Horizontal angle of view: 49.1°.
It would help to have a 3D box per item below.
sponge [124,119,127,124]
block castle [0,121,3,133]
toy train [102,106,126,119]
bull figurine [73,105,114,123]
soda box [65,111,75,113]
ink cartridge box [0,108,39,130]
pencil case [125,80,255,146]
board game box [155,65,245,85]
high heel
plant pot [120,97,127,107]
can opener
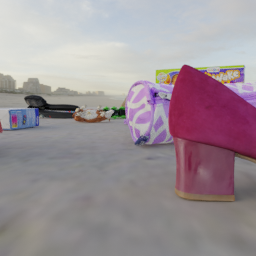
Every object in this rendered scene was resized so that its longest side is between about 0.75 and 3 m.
[{"bbox_3d":[0.298,-0.249,10.119,0.678,0.181,1.215,1,5,11],"label":"sponge"},{"bbox_3d":[-2.910,-0.070,3.705,1.464,1.028,2.191,-4,1,16],"label":"block castle"},{"bbox_3d":[-0.160,-0.725,13.519,2.833,0.591,0.799,-4,-4,-34],"label":"toy train"},{"bbox_3d":[-1.273,-0.511,10.570,1.594,0.519,0.968,-7,-19,-13],"label":"bull figurine"},{"bbox_3d":[-2.915,-0.774,14.833,0.410,0.388,1.209,-3,5,-35],"label":"soda box"},{"bbox_3d":[-3.393,-0.299,8.317,1.065,0.596,1.560,1,7,16],"label":"ink cartridge box"},{"bbox_3d":[1.347,-0.370,5.310,2.880,1.208,1.231,-4,-32,-24],"label":"pencil case"},{"bbox_3d":[2.292,-1.015,9.161,2.785,1.873,0.624,2,5,26],"label":"board game box"},{"bbox_3d":[1.417,0.016,2.281,2.179,1.047,0.735,-1,5,-10],"label":"high heel"},{"bbox_3d":[0.152,-1.145,15.230,1.282,1.282,1.112,-3,-9,-33],"label":"plant pot"},{"bbox_3d":[-3.692,-0.856,13.558,2.921,0.926,1.148,11,-18,17],"label":"can opener"}]
